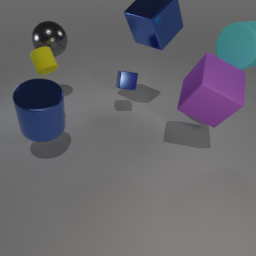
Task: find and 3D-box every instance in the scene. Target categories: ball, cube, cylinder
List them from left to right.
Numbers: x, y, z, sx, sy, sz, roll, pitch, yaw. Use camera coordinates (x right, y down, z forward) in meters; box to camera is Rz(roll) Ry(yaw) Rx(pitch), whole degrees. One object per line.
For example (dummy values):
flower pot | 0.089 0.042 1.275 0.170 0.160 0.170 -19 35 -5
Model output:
cylinder | -2.632 -0.530 8.472 1.400 1.400 1.400 5 48 -5
cylinder | -2.796 -2.233 9.334 0.700 0.700 0.700 -23 0 0
ball | -3.151 -3.572 11.299 1.400 1.400 1.400 0 33 0
cube | -0.057 -1.924 11.345 0.700 0.700 0.700 6 10 -16
cube | 0.966 -3.955 10.219 1.400 1.400 1.400 30 72 35
cube | 2.543 -1.126 8.578 1.400 1.400 1.400 25 55 -10
cylinder | 3.759 -2.614 8.845 1.400 1.400 1.400 -18 36 -36
